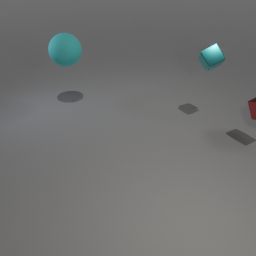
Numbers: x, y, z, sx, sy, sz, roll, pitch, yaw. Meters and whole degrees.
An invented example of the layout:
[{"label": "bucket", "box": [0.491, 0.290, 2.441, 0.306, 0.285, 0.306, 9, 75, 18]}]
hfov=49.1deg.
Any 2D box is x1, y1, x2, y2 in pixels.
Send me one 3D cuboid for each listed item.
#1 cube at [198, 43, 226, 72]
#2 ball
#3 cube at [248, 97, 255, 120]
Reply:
[{"label": "cube", "box": [3.206, -2.676, 10.763, 0.700, 0.700, 0.700, -30, -7, 3]}, {"label": "ball", "box": [-2.706, -3.364, 12.077, 1.400, 1.400, 1.400, 0, 30, 0]}, {"label": "cube", "box": [4.683, -0.701, 9.600, 0.700, 0.700, 0.700, -25, 16, -17]}]
